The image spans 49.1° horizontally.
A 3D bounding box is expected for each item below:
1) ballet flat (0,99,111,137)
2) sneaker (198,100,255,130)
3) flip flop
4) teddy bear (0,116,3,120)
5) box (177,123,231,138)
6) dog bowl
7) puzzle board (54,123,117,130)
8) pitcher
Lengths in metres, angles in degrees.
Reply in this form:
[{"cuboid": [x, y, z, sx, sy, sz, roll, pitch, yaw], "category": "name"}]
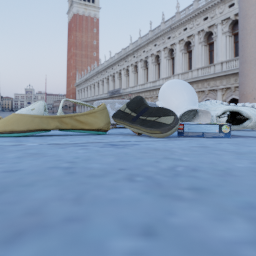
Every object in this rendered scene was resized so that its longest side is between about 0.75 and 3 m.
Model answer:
[{"cuboid": [-1.524, -0.224, 5.757, 2.404, 0.758, 0.825, -1, 2, -25], "category": "ballet flat"}, {"cuboid": [2.755, -0.346, 8.488, 2.557, 0.961, 1.036, 1, 10, 43], "category": "sneaker"}, {"cuboid": [0.343, -0.148, 5.750, 0.842, 0.598, 2.078, -41, 31, -15], "category": "flip flop"}, {"cuboid": [-4.370, -0.291, 7.638, 1.714, 0.789, 2.364, 3, 2, 9], "category": "teddy bear"}, {"cuboid": [1.560, 0.025, 5.687, 0.947, 0.261, 1.387, 1, 2, 17], "category": "box"}, {"cuboid": [-0.054, -0.533, 11.074, 2.986, 0.876, 2.986, 3, -1, 0], "category": "dog bowl"}, {"cuboid": [-1.654, -0.093, 9.625, 2.204, 0.254, 2.924, 0, 2, 5], "category": "puzzle board"}, {"cuboid": [1.419, -0.679, 8.644, 1.651, 1.166, 1.924, -8, 38, -8], "category": "pitcher"}]
